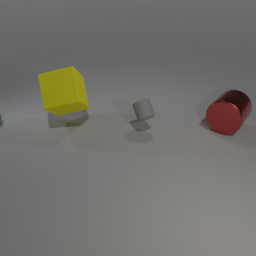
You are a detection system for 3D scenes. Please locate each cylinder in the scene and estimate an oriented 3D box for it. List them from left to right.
[{"bbox_3d":[0.607,-0.681,10.740,0.700,0.700,0.700,-20,-8,-3],"label":"cylinder"},{"bbox_3d":[3.996,-0.647,11.078,1.400,1.400,1.400,19,35,30],"label":"cylinder"}]

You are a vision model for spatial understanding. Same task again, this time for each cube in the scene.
[{"bbox_3d":[-2.478,-1.397,11.000,1.400,1.400,1.400,-13,-8,5],"label":"cube"}]

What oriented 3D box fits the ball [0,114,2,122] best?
[{"bbox_3d":[-5.519,-0.416,11.375,0.700,0.700,0.700,0,30,0],"label":"ball"}]
